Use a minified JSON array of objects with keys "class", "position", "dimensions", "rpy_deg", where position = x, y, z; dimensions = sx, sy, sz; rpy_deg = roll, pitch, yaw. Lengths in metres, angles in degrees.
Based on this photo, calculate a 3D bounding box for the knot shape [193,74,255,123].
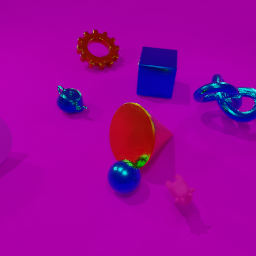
[{"class":"knot shape","position":[2.902,-0.969,8.246],"dimensions":[1.950,0.901,1.825],"rpy_deg":[19,23,2]}]

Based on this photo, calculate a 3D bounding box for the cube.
[{"class":"cube","position":[0.955,-1.832,9.243],"dimensions":[1.189,1.189,1.189],"rpy_deg":[7,44,4]}]

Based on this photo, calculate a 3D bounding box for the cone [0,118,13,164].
[{"class":"cone","position":[-3.923,0.333,7.153],"dimensions":[1.418,1.413,1.413],"rpy_deg":[-1,32,48]}]

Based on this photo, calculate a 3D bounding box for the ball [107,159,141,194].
[{"class":"ball","position":[-0.086,1.119,6.460],"dimensions":[0.786,0.786,0.786],"rpy_deg":[0,44,0]}]

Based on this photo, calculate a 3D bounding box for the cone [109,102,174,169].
[{"class":"cone","position":[0.664,0.186,7.425],"dimensions":[1.676,1.670,1.670],"rpy_deg":[-2,36,-41]}]

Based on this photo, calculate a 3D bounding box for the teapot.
[{"class":"teapot","position":[-1.723,-0.855,8.571],"dimensions":[1.350,0.661,0.839],"rpy_deg":[41,46,19]}]

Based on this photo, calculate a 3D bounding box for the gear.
[{"class":"gear","position":[-1.125,-2.963,10.580],"dimensions":[1.596,0.295,1.596],"rpy_deg":[6,68,-15]}]

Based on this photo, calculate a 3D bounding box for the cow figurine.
[{"class":"cow figurine","position":[1.136,1.358,5.848],"dimensions":[0.491,0.895,0.880],"rpy_deg":[-35,29,-1]}]
